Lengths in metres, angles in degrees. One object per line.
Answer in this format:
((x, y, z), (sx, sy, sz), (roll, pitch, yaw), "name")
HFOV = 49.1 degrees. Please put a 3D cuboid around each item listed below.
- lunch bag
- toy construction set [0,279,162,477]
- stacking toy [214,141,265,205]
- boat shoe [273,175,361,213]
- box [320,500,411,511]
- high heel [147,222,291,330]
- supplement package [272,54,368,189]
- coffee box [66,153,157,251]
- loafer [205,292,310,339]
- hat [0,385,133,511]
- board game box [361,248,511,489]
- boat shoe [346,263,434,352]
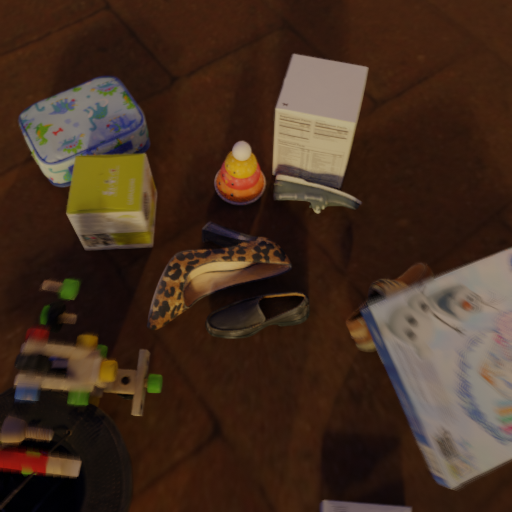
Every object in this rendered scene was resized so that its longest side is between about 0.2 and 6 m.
((-3.703, -2.686, 12.203), (2.469, 1.018, 1.985), (-29, 64, -15), "lunch bag")
((-2.611, 2.179, 8.807), (2.097, 2.276, 2.729), (10, 45, -5), "toy construction set")
((-0.332, -1.835, 11.444), (1.094, 1.497, 1.094), (1, 63, -1), "stacking toy")
((1.248, -1.195, 11.710), (1.861, 0.677, 0.575), (17, 93, 6), "boat shoe")
((1.660, 4.727, 8.470), (1.401, 0.370, 1.797), (4, 62, 2), "box")
((-0.647, 0.543, 10.396), (1.945, 0.974, 2.729), (20, 54, 18), "high heel")
((1.279, -2.743, 11.632), (1.555, 2.064, 1.566), (13, 62, 7), "supplement package")
((-2.795, -1.058, 11.089), (1.397, 1.382, 1.395), (-2, 61, -1), "coffee box")
((0.023, 1.004, 10.328), (1.985, 0.717, 0.722), (-14, 63, -7), "loafer")
((-3.371, 3.704, 8.492), (3.411, 1.376, 3.411), (-3, 52, 4), "hat")
((3.808, 1.756, 9.474), (3.080, 0.671, 3.095), (-20, 80, -9), "board game box")
((2.447, 0.805, 10.257), (2.090, 0.791, 0.772), (-45, 105, -22), "boat shoe")
